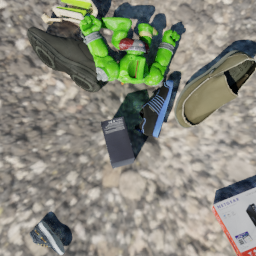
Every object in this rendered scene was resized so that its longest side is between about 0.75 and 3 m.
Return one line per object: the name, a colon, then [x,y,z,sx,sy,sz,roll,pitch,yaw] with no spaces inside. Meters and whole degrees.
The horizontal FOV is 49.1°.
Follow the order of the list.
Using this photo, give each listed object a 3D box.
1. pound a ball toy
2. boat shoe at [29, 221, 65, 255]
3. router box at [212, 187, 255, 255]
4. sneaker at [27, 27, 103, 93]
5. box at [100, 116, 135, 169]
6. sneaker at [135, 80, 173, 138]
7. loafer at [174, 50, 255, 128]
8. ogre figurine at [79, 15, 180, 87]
pound a ball toy: [-1.784,-3.460,8.643,1.514,0.643,0.987,24,79,30]
boat shoe: [-2.130,3.000,7.379,0.471,0.367,1.039,-43,76,-3]
router box: [3.284,2.396,7.146,1.700,0.415,1.526,-21,51,-5]
sneaker: [-1.727,-2.202,8.343,2.694,1.023,1.223,35,71,-4]
box: [-0.268,0.427,7.517,0.640,1.229,1.119,-14,78,-3]
sneaker: [0.761,-0.633,7.848,0.717,0.645,1.840,16,65,9]
loafer: [2.423,-1.096,7.736,1.054,0.976,2.803,43,90,-19]
ogre figurine: [0.083,-2.082,7.867,2.856,1.401,1.712,2,91,-43]
